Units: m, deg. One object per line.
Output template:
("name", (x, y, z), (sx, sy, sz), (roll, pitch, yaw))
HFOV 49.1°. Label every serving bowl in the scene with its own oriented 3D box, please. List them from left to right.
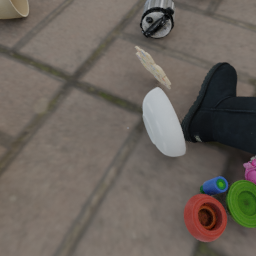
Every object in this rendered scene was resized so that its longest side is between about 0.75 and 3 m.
("serving bowl", (0.754, -0.064, 6.741), (0.574, 1.744, 1.744), (-21, 59, -4))

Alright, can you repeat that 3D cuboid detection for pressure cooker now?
("pressure cooker", (0.989, -3.666, 9.407), (1.147, 1.129, 1.284), (6, 54, 8))

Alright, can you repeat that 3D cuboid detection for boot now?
("boot", (2.815, -0.574, 6.870), (2.269, 1.031, 2.701), (9, 57, 47))

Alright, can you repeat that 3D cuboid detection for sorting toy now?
("sorting toy", (2.003, 1.740, 6.220), (1.994, 0.818, 1.198), (-9, 72, -20))

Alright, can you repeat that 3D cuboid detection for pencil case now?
("pencil case", (3.760, 0.462, 6.740), (1.146, 1.110, 2.447), (40, 61, 9))

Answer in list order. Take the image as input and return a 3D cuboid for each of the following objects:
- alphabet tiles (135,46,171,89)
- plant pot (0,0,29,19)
("alphabet tiles", (0.701, -1.686, 7.946), (0.103, 1.376, 1.407), (-41, 41, 2))
("plant pot", (-4.746, -4.548, 9.831), (1.809, 1.694, 1.694), (-12, 57, 9))
